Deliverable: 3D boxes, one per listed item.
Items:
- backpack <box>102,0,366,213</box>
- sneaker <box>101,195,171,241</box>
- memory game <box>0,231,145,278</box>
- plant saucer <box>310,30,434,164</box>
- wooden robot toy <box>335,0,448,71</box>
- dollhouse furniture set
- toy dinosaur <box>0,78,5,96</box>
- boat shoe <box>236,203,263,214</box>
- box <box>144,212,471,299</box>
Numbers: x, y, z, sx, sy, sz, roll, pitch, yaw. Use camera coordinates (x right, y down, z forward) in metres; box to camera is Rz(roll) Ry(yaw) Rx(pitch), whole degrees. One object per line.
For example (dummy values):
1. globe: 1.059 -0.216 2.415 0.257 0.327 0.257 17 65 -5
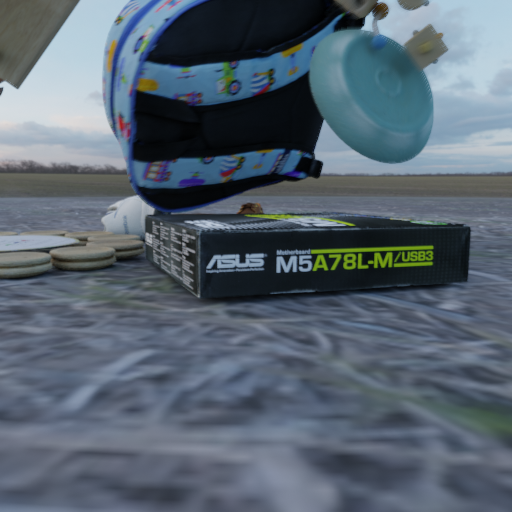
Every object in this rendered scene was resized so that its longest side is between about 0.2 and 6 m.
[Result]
1. backpack: -0.733 -2.824 9.324 4.255 3.884 2.862 -25 52 -37
2. sneaker: -2.330 -0.861 11.157 1.259 1.077 2.891 -5 7 -4
3. memory game: -3.588 -0.069 7.867 4.062 0.259 4.062 0 8 0
4. plant saucer: 1.424 -1.901 6.374 1.725 1.725 0.310 -4 -14 -28
5. wooden robot toy: 1.323 -3.080 6.394 2.225 0.980 1.009 37 25 0
6. dollhouse furniture set: -2.489 -2.621 4.543 1.780 1.525 1.871 35 2 -16
7. toy dinosaur: -3.587 -2.485 7.659 0.520 1.211 0.821 44 -6 22
8. boat shoe: -0.215 -0.947 13.217 0.661 0.620 1.837 2 8 13
9. box: 0.354 -0.142 6.623 2.930 0.721 3.034 0 7 -19
